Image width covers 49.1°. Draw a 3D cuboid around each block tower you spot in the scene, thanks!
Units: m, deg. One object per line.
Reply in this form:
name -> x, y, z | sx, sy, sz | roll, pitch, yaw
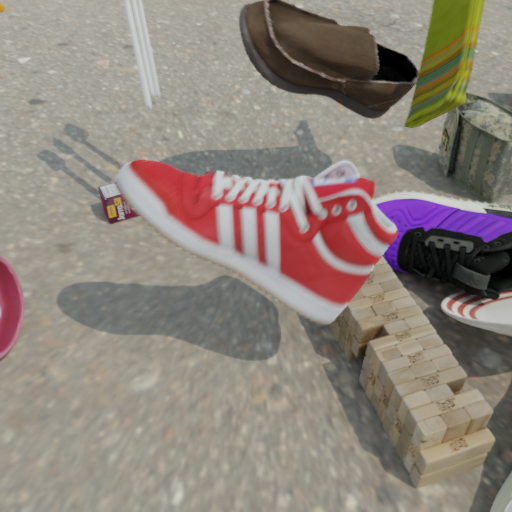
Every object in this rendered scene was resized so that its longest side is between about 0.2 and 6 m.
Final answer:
block tower -> 1.745, 1.163, 7.419 | 0.985, 0.920, 3.406 | -12, 44, -15

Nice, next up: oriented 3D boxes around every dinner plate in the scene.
dinner plate -> 4.066, 0.665, 7.348 | 3.111, 0.377, 3.111 | -9, 4, 1

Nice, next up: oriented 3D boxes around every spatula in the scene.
spatula -> -1.795, -3.664, 8.594 | 0.210, 2.614, 1.817 | -10, 22, 0

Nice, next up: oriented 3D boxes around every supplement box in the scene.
supplement box -> -2.322, -1.029, 10.125 | 0.885, 0.579, 0.457 | -20, 45, -19

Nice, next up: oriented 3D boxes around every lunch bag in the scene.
lunch bag -> 4.197, -2.105, 10.650 | 1.052, 1.468, 1.790 | -25, 48, -20

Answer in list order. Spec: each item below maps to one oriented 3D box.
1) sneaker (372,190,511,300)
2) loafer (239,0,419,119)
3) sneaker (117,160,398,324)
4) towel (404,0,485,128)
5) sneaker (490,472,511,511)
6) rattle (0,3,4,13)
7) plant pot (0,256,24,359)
sneaker -> 2.970, -0.083, 8.468 | 3.353, 1.166, 1.668 | 2, 34, 2
loafer -> 1.280, -3.265, 8.841 | 3.548, 1.260, 1.296 | 4, 72, -41
sneaker -> 0.136, -0.601, 6.166 | 3.034, 1.706, 1.081 | 30, 26, -17
towel -> 2.941, -3.585, 8.542 | 0.285, 1.360, 3.160 | 16, 82, -16
sneaker -> 3.456, 2.149, 5.781 | 1.218, 1.617, 3.458 | 27, 48, 27
rattle -> -4.053, -3.678, 7.798 | 0.599, 0.839, 0.546 | 12, 63, 12
plant pot -> -4.236, 0.726, 7.592 | 1.405, 1.569, 1.569 | -5, 40, 17
